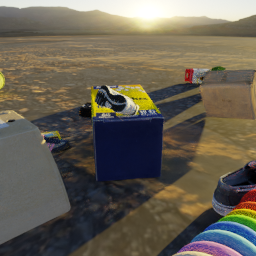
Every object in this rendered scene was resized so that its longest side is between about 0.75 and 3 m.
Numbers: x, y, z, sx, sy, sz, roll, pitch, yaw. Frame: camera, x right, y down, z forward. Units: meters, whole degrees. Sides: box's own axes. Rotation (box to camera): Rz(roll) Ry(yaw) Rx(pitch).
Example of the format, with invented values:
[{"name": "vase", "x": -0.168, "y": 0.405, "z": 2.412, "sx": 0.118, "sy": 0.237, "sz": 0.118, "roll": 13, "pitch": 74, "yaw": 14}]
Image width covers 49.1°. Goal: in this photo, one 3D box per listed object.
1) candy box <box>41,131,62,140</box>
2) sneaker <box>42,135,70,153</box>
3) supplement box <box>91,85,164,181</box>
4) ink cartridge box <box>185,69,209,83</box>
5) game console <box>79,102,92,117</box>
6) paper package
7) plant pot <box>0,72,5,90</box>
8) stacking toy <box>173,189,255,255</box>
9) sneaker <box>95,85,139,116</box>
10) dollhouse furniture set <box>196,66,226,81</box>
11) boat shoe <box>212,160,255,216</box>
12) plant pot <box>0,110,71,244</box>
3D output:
[{"name": "candy box", "x": -2.595, "y": 0.363, "z": 7.841, "sx": 1.360, "sy": 0.180, "sz": 0.695, "roll": -9, "pitch": 22, "yaw": -22}, {"name": "sneaker", "x": -2.150, "y": 0.381, "z": 7.367, "sx": 1.224, "sy": 0.502, "sz": 0.429, "roll": -9, "pitch": 24, "yaw": -21}, {"name": "supplement box", "x": -0.161, "y": -0.047, "z": 7.079, "sx": 1.480, "sy": 1.489, "sz": 2.720, "roll": -3, "pitch": 23, "yaw": -8}, {"name": "ink cartridge box", "x": 3.590, "y": -2.695, "z": 14.536, "sx": 1.213, "sy": 0.705, "sz": 0.408, "roll": 1, "pitch": 23, "yaw": 3}, {"name": "game console", "x": -0.722, "y": -0.926, "z": 10.810, "sx": 1.517, "sy": 0.310, "sz": 2.571, "roll": 6, "pitch": 25, "yaw": 14}, {"name": "paper package", "x": 3.327, "y": -1.070, "z": 9.146, "sx": 1.619, "sy": 1.543, "sz": 0.837, "roll": 6, "pitch": 51, "yaw": 35}, {"name": "plant pot", "x": -6.117, "y": -1.855, "z": 12.181, "sx": 1.230, "sy": 1.230, "sz": 1.168, "roll": -4, "pitch": 36, "yaw": -10}, {"name": "stacking toy", "x": 1.558, "y": 1.596, "z": 3.851, "sx": 1.199, "sy": 1.199, "sz": 2.808, "roll": 16, "pitch": 21, "yaw": 34}, {"name": "sneaker", "x": -0.257, "y": -0.534, "z": 5.840, "sx": 0.492, "sy": 0.454, "sz": 1.231, "roll": 19, "pitch": 12, "yaw": -41}, {"name": "dollhouse furniture set", "x": 4.115, "y": -1.880, "z": 12.838, "sx": 1.575, "sy": 1.207, "sz": 2.404, "roll": 18, "pitch": 2, "yaw": -10}, {"name": "boat shoe", "x": 2.585, "y": 1.003, "z": 5.523, "sx": 2.239, "sy": 0.759, "sz": 0.803, "roll": -11, "pitch": 25, "yaw": -25}, {"name": "plant pot", "x": -2.370, "y": 0.728, "z": 5.011, "sx": 1.893, "sy": 1.676, "sz": 1.891, "roll": -19, "pitch": 29, "yaw": -37}]
